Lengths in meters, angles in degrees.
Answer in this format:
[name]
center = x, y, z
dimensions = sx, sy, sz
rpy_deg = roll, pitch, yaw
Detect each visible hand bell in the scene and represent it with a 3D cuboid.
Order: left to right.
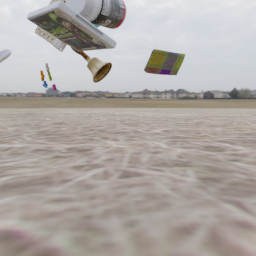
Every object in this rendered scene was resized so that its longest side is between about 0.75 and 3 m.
[hand bell]
center = -1.469, -2.478, 9.799
dimensions = 1.723, 0.897, 0.897
rpy_deg = 44, 16, 10

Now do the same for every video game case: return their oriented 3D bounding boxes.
[video game case]
center = -1.380, -2.346, 6.739
dimensions = 1.611, 0.207, 1.772
rpy_deg = 27, -7, -40

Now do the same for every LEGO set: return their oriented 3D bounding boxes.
[LEGO set]
center = -3.289, -1.957, 11.307
dimensions = 0.451, 1.181, 0.485
rpy_deg = -16, -9, -23

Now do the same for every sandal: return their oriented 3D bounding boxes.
[sandal]
center = -4.323, -1.916, 8.945
dimensions = 1.591, 0.456, 0.609
rpy_deg = -31, 47, -3

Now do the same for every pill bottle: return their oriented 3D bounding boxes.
[pill bottle]
center = -0.893, -3.495, 8.108
dimensions = 0.955, 0.955, 1.677
rpy_deg = 4, 8, 37

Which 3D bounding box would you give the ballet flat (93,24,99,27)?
[ballet flat]
center = -1.339, -4.555, 12.233
dimensions = 0.334, 0.332, 0.977
rpy_deg = -22, 15, 47

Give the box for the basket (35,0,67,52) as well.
[basket]
center = -2.322, -3.525, 9.448
dimensions = 0.969, 1.571, 1.065
rpy_deg = 29, 5, -8

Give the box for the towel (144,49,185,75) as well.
[towel]
center = 1.391, -2.476, 10.631
dimensions = 1.431, 1.028, 0.163
rpy_deg = 1, 45, -22
